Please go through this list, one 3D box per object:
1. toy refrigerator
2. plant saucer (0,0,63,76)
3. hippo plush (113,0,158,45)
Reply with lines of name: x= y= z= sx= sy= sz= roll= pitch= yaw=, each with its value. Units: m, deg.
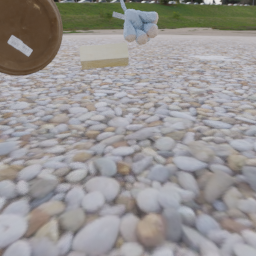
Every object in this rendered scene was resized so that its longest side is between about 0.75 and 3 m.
toy refrigerator: x=-0.527 y=-1.606 z=6.291 sx=1.060 sy=0.402 sz=0.371 roll=-6 pitch=-20 yaw=-3
plant saucer: x=-2.634 y=-2.402 z=6.717 sx=2.338 sy=2.338 sz=0.344 roll=-14 pitch=26 yaw=-31
hippo plush: x=0.185 y=-2.550 z=7.385 sx=1.227 sy=0.977 sz=0.987 roll=22 pitch=-8 yaw=2
